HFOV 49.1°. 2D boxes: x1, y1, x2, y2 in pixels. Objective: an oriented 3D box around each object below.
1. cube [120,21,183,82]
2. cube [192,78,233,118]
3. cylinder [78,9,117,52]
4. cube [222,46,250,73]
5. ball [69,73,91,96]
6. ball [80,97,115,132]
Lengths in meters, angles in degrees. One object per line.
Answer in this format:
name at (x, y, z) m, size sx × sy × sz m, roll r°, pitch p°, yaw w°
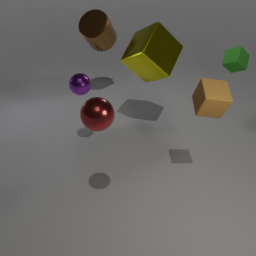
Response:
cube at (0.859, -2.694, 10.178) m, size 1.400 × 1.400 × 1.400 m, roll 0°, pitch 60°, yaw 56°
cube at (2.116, -0.749, 7.115) m, size 0.700 × 0.700 × 0.700 m, roll 5°, pitch 54°, yaw -8°
cylinder at (-1.368, -4.447, 12.887) m, size 1.400 × 1.400 × 1.400 m, roll 9°, pitch -7°, yaw 15°
cube at (4.303, -2.719, 11.183) m, size 0.700 × 0.700 × 0.700 m, roll 28°, pitch -17°, yaw -34°
ball at (-1.509, -1.376, 8.837) m, size 0.700 × 0.700 × 0.700 m, roll 0°, pitch 31°, yaw 0°
ball at (-0.621, -0.279, 5.691) m, size 0.700 × 0.700 × 0.700 m, roll 0°, pitch 31°, yaw 0°
